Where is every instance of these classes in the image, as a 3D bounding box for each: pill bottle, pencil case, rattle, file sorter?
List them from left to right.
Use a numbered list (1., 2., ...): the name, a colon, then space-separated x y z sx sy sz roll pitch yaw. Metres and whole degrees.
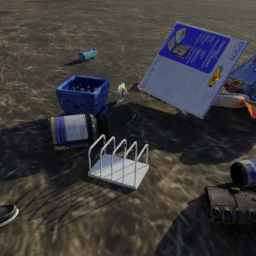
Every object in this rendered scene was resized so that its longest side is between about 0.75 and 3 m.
1. pill bottle: -1.406 0.080 7.911 1.663 0.930 0.930 -7 31 -13
2. pencil case: -2.132 -3.934 15.050 0.470 0.511 1.105 -13 17 43
3. file sorter: -0.231 0.766 6.886 1.293 0.805 0.897 12 32 20
4. rattle: 3.486 -1.432 9.202 1.698 1.863 2.609 16 7 -10
5. pill bottle: 3.055 1.031 6.616 1.096 0.613 0.613 -7 31 -11

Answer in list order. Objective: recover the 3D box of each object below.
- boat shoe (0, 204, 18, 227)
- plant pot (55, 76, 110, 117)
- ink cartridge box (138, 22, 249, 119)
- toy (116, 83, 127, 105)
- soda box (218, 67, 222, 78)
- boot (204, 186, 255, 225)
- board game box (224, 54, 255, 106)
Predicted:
1. boat shoe: -2.945 1.750 5.568 1.402 0.474 0.504 -7 30 -14
2. plant pot: -1.426 -0.905 9.276 1.363 1.225 1.363 9 33 14
3. ink cartridge box: 2.172 -2.013 9.739 2.920 2.893 0.634 33 2 36
4. toy: -0.183 -1.275 10.290 0.233 0.568 0.987 4 24 18
5. soda box: 3.117 -2.548 12.423 2.602 0.833 0.881 10 32 17
6. boot: 2.478 1.711 5.254 1.962 0.780 2.254 2 11 4
7. board game box: 5.202 -1.983 9.914 2.667 0.823 2.668 -46 34 5
